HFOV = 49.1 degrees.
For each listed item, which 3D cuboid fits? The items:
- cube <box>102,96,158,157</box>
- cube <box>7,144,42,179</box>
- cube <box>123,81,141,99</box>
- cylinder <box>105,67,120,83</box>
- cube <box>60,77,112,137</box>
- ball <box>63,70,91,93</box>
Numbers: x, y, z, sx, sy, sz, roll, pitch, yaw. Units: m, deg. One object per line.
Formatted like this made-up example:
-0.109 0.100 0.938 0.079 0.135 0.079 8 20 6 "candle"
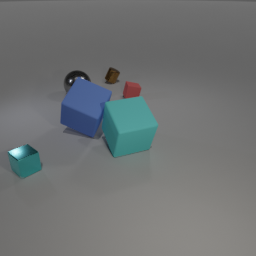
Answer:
0.008 -0.049 9.694 1.400 1.400 1.400 -11 54 -20 "cube"
-3.256 1.041 8.841 0.700 0.700 0.700 24 37 38 "cube"
0.198 -1.883 14.178 0.700 0.700 0.700 8 25 -16 "cube"
-0.914 -3.073 16.351 0.700 0.700 0.700 24 23 -11 "cylinder"
-1.592 -0.765 10.547 1.400 1.400 1.400 24 57 -1 "cube"
-2.571 -2.230 14.276 1.400 1.400 1.400 0 28 0 "ball"
